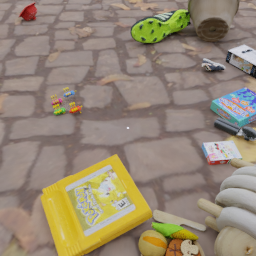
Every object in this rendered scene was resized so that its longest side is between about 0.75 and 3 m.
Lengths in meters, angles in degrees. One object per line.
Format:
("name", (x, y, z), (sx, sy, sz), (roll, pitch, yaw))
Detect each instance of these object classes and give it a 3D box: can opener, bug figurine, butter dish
("can opener", (2.850, 0.004, 7.370), (1.160, 0.386, 0.305), (26, 42, 32))
("bug figurine", (-1.817, -0.720, 8.197), (0.837, 0.278, 1.080), (-19, 50, -11))
("butter dish", (-4.467, -5.231, 12.841), (0.817, 0.604, 0.815), (-27, 23, 37))

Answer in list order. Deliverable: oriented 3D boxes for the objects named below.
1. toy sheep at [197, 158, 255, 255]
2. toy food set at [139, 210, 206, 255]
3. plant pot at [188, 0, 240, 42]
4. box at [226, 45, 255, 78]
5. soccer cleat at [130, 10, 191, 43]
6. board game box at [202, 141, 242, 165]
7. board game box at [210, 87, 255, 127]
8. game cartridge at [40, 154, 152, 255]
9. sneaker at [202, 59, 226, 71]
("toy sheep", (2.389, 1.390, 4.988), (1.742, 1.742, 2.526), (32, 66, 29))
("toy food set", (0.761, 2.266, 4.933), (1.237, 0.360, 1.792), (12, 44, 13))
("plant pot", (3.392, -4.531, 11.236), (2.073, 2.073, 1.799), (7, 59, 8))
("box", (4.289, -2.329, 9.787), (0.868, 0.448, 1.489), (-24, 49, -24))
("soccer cleat", (1.240, -4.191, 11.546), (2.996, 1.012, 1.214), (-25, 30, -25))
("board game box", (2.290, 0.598, 6.864), (0.794, 0.160, 0.607), (-4, 43, -5))
("board game box", (3.258, -0.608, 8.043), (1.390, 0.313, 1.057), (-23, 48, -22))
("game cartridge", (-0.699, 1.508, 5.601), (1.845, 0.299, 1.626), (-24, 50, -14))
("sneaker", (2.927, -2.095, 9.659), (0.813, 0.319, 0.323), (21, 89, 4))
